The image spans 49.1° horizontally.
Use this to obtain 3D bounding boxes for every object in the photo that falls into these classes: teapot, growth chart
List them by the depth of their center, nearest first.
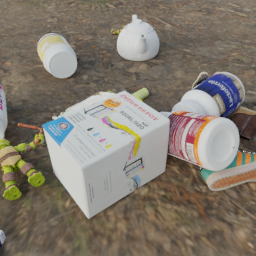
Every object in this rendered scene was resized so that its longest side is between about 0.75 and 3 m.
[{"bbox_3d":[-1.569,-0.758,10.538,2.484,0.220,1.798,-30,27,-15],"label":"growth chart"},{"bbox_3d":[0.555,-4.954,15.214,2.540,1.855,2.507,26,45,29],"label":"teapot"}]

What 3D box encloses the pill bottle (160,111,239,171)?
[{"bbox_3d":[1.826,0.250,8.489,1.468,1.468,2.680,-23,21,-25],"label":"pill bottle"}]

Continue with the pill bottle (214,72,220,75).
[{"bbox_3d":[4.324,-2.257,13.028,0.431,0.431,0.761,-12,41,-15],"label":"pill bottle"}]

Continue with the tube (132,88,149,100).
[{"bbox_3d":[0.224,-1.216,11.826,1.514,0.393,0.439,-32,10,-27],"label":"tube"}]

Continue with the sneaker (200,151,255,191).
[{"bbox_3d":[3.491,1.054,8.537,2.680,0.956,1.071,-10,45,-10],"label":"sneaker"}]

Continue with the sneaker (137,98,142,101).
[{"bbox_3d":[-0.569,-0.318,10.295,2.543,1.046,0.940,-10,32,21],"label":"sneaker"}]

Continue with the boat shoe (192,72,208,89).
[{"bbox_3d":[2.974,-1.776,11.658,0.435,1.208,0.392,19,47,-2],"label":"boat shoe"}]

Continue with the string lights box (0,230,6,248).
[{"bbox_3d":[-3.500,3.003,6.618,0.615,0.353,1.196,6,40,7],"label":"string lights box"}]

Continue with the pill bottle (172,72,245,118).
[{"bbox_3d":[2.970,-0.880,10.419,2.774,1.605,1.605,-33,50,-32],"label":"pill bottle"}]

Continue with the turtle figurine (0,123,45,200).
[{"bbox_3d":[-3.695,1.085,8.543,2.864,0.922,2.310,-19,50,-32],"label":"turtle figurine"}]

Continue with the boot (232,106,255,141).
[{"bbox_3d":[4.679,-0.024,10.322,1.749,0.633,1.455,19,55,20],"label":"boot"}]

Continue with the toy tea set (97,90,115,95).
[{"bbox_3d":[-1.040,-1.115,11.537,0.864,0.537,1.452,4,39,5],"label":"toy tea set"}]

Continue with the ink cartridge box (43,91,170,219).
[{"bbox_3d":[-0.553,0.614,8.165,2.873,2.078,2.115,-27,46,-29],"label":"ink cartridge box"}]

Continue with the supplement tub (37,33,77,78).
[{"bbox_3d":[-3.441,-3.517,13.657,1.588,1.588,2.185,-16,42,-19],"label":"supplement tub"}]

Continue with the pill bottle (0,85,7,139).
[{"bbox_3d":[-5.175,-0.508,9.952,1.604,1.604,2.829,-14,42,-16],"label":"pill bottle"}]

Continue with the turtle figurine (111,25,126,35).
[{"bbox_3d":[-0.526,-6.204,17.901,0.998,0.398,1.237,2,50,16],"label":"turtle figurine"}]
